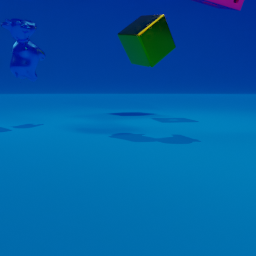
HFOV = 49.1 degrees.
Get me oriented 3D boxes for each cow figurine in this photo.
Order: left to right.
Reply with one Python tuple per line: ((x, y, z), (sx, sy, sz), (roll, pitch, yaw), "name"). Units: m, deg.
((-2.349, -1.741, 6.220), (0.684, 1.246, 1.226), (13, -9, 12), "cow figurine")

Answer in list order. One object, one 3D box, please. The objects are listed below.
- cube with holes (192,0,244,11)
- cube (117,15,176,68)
((2.168, -3.591, 6.769), (1.113, 1.113, 1.113), (9, 23, -15), "cube with holes")
((0.653, -3.033, 9.741), (1.257, 1.257, 1.257), (-42, 36, -16), "cube")
